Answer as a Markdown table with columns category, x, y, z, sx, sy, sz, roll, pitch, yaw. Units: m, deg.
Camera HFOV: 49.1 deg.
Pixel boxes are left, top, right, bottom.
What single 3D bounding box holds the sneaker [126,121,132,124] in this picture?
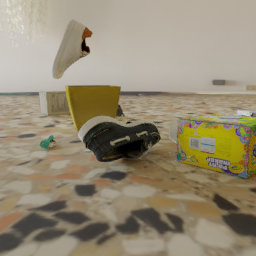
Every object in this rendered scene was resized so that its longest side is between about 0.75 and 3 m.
| category | x | y | z | sx | sy | sz | roll | pitch | yaw |
| --- | --- | --- | --- | --- | --- | --- | --- | --- | --- |
| sneaker | -0.074 | 0.039 | 9.940 | 0.392 | 0.600 | 1.073 | -9 | 13 | -43 |

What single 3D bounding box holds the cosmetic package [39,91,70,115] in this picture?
| category | x | y | z | sx | sy | sz | roll | pitch | yaw |
| --- | --- | --- | --- | --- | --- | --- | --- | --- | --- |
| cosmetic package | -3.884 | -1.582 | 17.052 | 2.718 | 1.405 | 1.186 | -6 | 10 | -39 |

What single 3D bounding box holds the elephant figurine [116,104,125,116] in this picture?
| category | x | y | z | sx | sy | sz | roll | pitch | yaw |
| --- | --- | --- | --- | --- | --- | --- | --- | --- | --- |
| elephant figurine | -0.821 | -0.946 | 15.485 | 0.810 | 0.739 | 1.044 | -11 | -4 | 35 |

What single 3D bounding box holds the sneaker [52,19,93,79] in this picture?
| category | x | y | z | sx | sy | sz | roll | pitch | yaw |
| --- | --- | --- | --- | --- | --- | --- | --- | --- | --- |
| sneaker | -2.392 | -3.079 | 12.049 | 1.236 | 2.919 | 1.063 | 25 | 41 | -13 |

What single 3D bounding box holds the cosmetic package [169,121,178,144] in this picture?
| category | x | y | z | sx | sy | sz | roll | pitch | yaw |
| --- | --- | --- | --- | --- | --- | --- | --- | --- | --- |
| cosmetic package | 1.765 | 0.161 | 9.153 | 0.546 | 0.647 | 1.252 | 0 | 11 | -7 |

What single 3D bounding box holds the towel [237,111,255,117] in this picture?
| category | x | y | z | sx | sy | sz | roll | pitch | yaw |
| --- | --- | --- | --- | --- | --- | --- | --- | --- | --- |
| towel | 7.551 | -0.802 | 15.859 | 2.222 | 0.264 | 1.632 | 1 | 8 | -6 |

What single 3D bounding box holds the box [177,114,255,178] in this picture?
| category | x | y | z | sx | sy | sz | roll | pitch | yaw |
| --- | --- | --- | --- | --- | --- | --- | --- | --- | --- |
| box | 2.453 | 0.308 | 6.870 | 1.752 | 1.109 | 1.819 | -9 | 12 | -42 |

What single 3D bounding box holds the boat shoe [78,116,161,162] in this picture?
| category | x | y | z | sx | sy | sz | roll | pitch | yaw |
| --- | --- | --- | --- | --- | --- | --- | --- | --- | --- |
| boat shoe | 0.034 | 0.402 | 7.121 | 2.987 | 1.129 | 0.901 | 0 | 47 | -51 |

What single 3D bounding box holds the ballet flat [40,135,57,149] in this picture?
| category | x | y | z | sx | sy | sz | roll | pitch | yaw |
| --- | --- | --- | --- | --- | --- | --- | --- | --- | --- |
| ballet flat | -2.388 | 0.461 | 8.602 | 0.328 | 0.314 | 0.933 | 25 | 11 | 1 |

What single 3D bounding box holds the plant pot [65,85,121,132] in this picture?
| category | x | y | z | sx | sy | sz | roll | pitch | yaw |
| --- | --- | --- | --- | --- | --- | --- | --- | --- | --- |
| plant pot | -1.500 | -0.853 | 11.604 | 2.035 | 1.795 | 2.035 | -2 | 10 | -15 |
